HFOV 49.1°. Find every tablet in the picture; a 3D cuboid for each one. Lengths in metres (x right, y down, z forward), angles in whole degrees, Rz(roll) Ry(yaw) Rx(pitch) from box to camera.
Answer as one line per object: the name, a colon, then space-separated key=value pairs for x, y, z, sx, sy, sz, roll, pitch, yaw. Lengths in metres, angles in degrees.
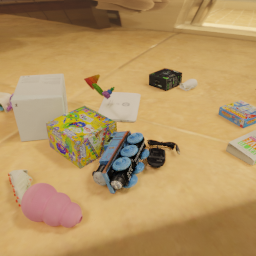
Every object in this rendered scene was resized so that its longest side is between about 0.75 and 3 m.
tablet: x=-0.388 y=-1.055 z=13.194 sx=1.801 sy=0.189 sz=2.768 roll=4 pitch=33 yaw=6

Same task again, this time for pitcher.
pitcher: x=3.265 y=-2.245 z=14.835 sx=0.860 sy=0.521 sz=0.737 roll=-17 pitch=43 yaw=-9

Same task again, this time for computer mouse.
computer mouse: x=1.243 y=0.980 z=9.819 sx=1.194 sy=0.391 sz=1.700 roll=5 pitch=26 yaw=1

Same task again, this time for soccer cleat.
soccer cleat: x=-3.155 y=1.729 z=8.425 sx=0.638 sy=0.570 sz=1.645 roll=-15 pitch=32 yaw=-26

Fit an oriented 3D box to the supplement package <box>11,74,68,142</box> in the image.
supplement package: x=-3.454 y=-0.911 z=11.413 sx=1.819 sy=1.806 sz=2.397 roll=-5 pitch=32 yaw=-8

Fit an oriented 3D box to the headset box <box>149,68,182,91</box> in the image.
headset box: x=2.000 y=-2.654 z=15.242 sx=1.460 sy=0.677 sz=1.271 roll=-27 pitch=38 yaw=-36

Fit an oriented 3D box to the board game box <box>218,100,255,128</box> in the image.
board game box: x=5.009 y=-0.642 z=12.319 sx=1.389 sy=0.396 sz=1.419 roll=-18 pitch=36 yaw=-27

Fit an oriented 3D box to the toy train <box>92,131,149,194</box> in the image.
toy train: x=-0.229 y=1.022 z=9.026 sx=1.390 sy=1.055 sz=2.433 roll=-6 pitch=32 yaw=27

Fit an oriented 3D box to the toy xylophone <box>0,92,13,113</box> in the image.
toy xylophone: x=-6.556 y=-1.163 z=12.958 sx=2.408 sy=0.605 sz=1.763 roll=12 pitch=34 yaw=18

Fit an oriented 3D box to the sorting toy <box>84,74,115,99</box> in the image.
sorting toy: x=-1.053 y=-1.702 z=10.958 sx=0.613 sy=0.617 sz=1.780 roll=-44 pitch=44 yaw=-8

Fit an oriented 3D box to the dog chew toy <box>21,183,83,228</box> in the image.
dog chew toy: x=-1.975 y=2.113 z=7.439 sx=1.652 sy=1.029 sz=1.029 roll=17 pitch=36 yaw=15

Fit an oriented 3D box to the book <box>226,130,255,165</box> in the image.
book: x=4.598 y=0.713 z=10.251 sx=1.683 sy=0.404 sz=1.124 roll=-19 pitch=40 yaw=-31

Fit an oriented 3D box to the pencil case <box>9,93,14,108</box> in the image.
pencil case: x=-4.607 y=-1.603 z=13.337 sx=0.945 sy=0.963 sz=2.253 roll=10 pitch=32 yaw=20

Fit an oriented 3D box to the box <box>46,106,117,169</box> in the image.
box: x=-1.665 y=0.246 z=10.209 sx=1.851 sy=1.129 sz=1.783 roll=28 pitch=42 yaw=36
